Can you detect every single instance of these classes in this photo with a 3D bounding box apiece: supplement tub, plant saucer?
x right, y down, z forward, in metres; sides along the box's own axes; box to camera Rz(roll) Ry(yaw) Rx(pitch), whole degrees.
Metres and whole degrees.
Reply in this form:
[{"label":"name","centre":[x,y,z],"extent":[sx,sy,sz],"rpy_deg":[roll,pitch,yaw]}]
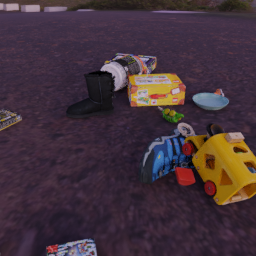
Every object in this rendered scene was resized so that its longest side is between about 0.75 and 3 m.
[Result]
[{"label":"supplement tub","centre":[-0.238,-2.960,14.701],"extent":[1.473,1.473,2.403],"rpy_deg":[17,34,28]},{"label":"plant saucer","centre":[3.722,-1.173,12.701],"extent":[1.583,0.285,1.583],"rpy_deg":[0,28,0]}]

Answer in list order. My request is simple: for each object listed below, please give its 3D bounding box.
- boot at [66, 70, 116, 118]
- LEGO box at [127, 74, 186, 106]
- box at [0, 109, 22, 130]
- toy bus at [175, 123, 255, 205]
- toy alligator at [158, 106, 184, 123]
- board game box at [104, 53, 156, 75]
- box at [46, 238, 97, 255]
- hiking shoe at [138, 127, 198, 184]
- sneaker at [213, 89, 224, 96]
[{"label":"boot","centre":[-1.531,-1.390,11.538],"extent":[2.183,1.789,0.808],"rpy_deg":[-6,30,-10]},{"label":"LEGO box","centre":[1.252,-1.829,13.193],"extent":[2.431,0.938,1.810],"rpy_deg":[-3,29,-5]},{"label":"box","centre":[-5.086,-0.311,11.122],"extent":[1.016,0.314,1.272],"rpy_deg":[18,34,26]},{"label":"toy bus","centre":[2.537,0.689,7.487],"extent":[2.592,1.340,2.446],"rpy_deg":[30,42,2]},{"label":"toy alligator","centre":[1.638,-0.513,11.401],"extent":[0.479,0.438,1.614],"rpy_deg":[29,-2,-34]},{"label":"board game box","centre":[0.186,-3.822,17.029],"extent":[2.619,0.742,2.165],"rpy_deg":[10,32,18]},{"label":"box","centre":[-1.045,2.875,5.366],"extent":[1.019,0.297,1.488],"rpy_deg":[-7,30,-12]},{"label":"hiking shoe","centre":[1.433,0.787,8.309],"extent":[1.278,1.097,2.948],"rpy_deg":[19,34,32]},{"label":"sneaker","centre":[4.310,-1.685,13.593],"extent":[0.459,0.318,0.819],"rpy_deg":[1,29,-2]}]
